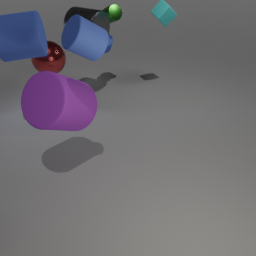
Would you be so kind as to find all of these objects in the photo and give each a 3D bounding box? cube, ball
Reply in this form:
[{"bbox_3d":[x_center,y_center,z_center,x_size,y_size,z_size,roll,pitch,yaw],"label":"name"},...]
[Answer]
[{"bbox_3d":[1.564,-5.015,12.243,0.700,0.700,0.700,22,30,-49],"label":"cube"},{"bbox_3d":[-3.284,-2.889,11.612,1.400,1.400,1.400,0,32,0],"label":"ball"}]

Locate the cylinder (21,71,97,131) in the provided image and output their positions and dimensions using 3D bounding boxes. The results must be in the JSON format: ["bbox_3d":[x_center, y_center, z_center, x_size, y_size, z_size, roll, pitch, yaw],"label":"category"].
[{"bbox_3d":[-1.731,-0.635,7.218,1.400,1.400,1.400,16,5,25],"label":"cylinder"}]

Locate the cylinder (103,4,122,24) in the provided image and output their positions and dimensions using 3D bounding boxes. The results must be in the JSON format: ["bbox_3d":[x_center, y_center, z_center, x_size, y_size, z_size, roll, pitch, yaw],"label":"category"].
[{"bbox_3d":[-0.733,-5.069,12.463,0.700,0.700,0.700,-20,16,-29],"label":"cylinder"}]

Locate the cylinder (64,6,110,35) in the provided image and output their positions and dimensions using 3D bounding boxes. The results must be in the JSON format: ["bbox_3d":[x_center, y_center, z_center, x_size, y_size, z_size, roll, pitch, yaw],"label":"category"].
[{"bbox_3d":[-1.697,-4.223,11.642,1.400,1.400,1.400,19,36,25],"label":"cylinder"}]

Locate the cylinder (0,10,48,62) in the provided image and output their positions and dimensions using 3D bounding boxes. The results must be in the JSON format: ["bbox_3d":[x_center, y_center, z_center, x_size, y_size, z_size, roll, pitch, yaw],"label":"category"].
[{"bbox_3d":[-3.434,-2.921,8.957,1.400,1.400,1.400,-10,33,-5],"label":"cylinder"}]

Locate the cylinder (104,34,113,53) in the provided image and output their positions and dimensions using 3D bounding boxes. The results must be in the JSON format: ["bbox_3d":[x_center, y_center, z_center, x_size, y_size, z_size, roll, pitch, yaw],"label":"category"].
[{"bbox_3d":[-1.109,-4.043,13.322,0.700,0.700,0.700,3,75,-11],"label":"cylinder"}]

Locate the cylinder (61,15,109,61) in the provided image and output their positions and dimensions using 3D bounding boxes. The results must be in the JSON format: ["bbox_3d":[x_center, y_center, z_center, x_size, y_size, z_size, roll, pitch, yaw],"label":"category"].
[{"bbox_3d":[-0.876,-1.813,5.687,0.700,0.700,0.700,15,16,-42],"label":"cylinder"}]
